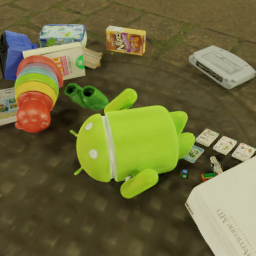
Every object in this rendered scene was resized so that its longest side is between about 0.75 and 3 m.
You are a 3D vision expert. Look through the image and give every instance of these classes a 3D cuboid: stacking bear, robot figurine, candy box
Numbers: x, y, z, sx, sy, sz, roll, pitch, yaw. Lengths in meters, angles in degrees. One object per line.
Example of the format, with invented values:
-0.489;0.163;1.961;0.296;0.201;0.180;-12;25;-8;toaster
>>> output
-2.765;-0.914;8.448;1.477;1.383;2.432;1;52;-11;stacking bear
0.087;0.381;6.890;2.916;1.687;2.559;-8;63;-9;robot figurine
-0.092;-3.475;11.162;1.523;0.889;0.430;13;46;13;candy box

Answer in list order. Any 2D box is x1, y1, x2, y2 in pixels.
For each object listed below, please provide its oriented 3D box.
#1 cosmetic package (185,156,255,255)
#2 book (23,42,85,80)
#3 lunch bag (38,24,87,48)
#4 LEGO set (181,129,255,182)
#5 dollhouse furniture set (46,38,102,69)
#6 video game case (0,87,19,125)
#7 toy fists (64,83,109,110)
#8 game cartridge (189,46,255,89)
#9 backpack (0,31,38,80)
2.886;1.496;5.851;2.934;1.190;1.655;-24;61;-16;cosmetic package
-2.482;-2.178;9.655;1.888;1.261;0.454;-16;52;-14;book
-2.657;-3.716;11.507;1.841;0.759;1.480;1;43;0;lunch bag
2.255;0.910;7.428;1.501;0.493;2.010;25;45;32;LEGO set
-2.112;-2.657;10.777;2.112;0.815;1.055;17;38;-10;dollhouse furniture set
-4.134;-0.654;8.927;1.721;0.204;1.566;-16;48;-16;video game case
-1.225;-0.897;8.403;1.524;0.777;0.524;13;76;41;toy fists
3.513;-2.310;10.395;1.449;0.440;2.174;-27;52;-19;game cartridge
-3.916;-2.573;10.036;1.402;1.358;1.671;3;37;-38;backpack
